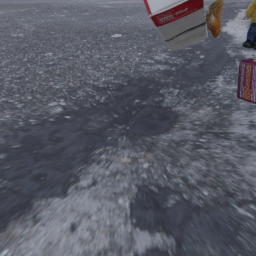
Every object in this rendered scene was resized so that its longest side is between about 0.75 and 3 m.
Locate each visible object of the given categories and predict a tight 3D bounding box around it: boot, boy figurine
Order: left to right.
[{"bbox_3d":[2.864,-3.529,8.998,0.390,0.819,1.058,23,73,48],"label":"boot"},{"bbox_3d":[3.344,-2.741,6.713,1.043,1.677,0.540,29,44,27],"label":"boy figurine"}]

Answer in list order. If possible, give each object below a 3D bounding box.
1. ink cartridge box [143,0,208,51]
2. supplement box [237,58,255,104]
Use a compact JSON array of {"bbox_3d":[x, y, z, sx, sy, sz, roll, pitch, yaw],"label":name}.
[{"bbox_3d":[1.110,-3.534,7.298,1.240,2.196,2.992,-20,-7,17],"label":"ink cartridge box"},{"bbox_3d":[3.044,-0.849,5.315,1.071,0.844,1.636,-10,21,-15],"label":"supplement box"}]
